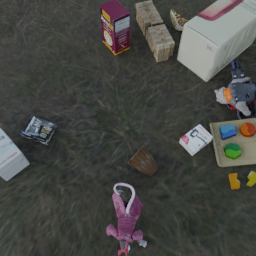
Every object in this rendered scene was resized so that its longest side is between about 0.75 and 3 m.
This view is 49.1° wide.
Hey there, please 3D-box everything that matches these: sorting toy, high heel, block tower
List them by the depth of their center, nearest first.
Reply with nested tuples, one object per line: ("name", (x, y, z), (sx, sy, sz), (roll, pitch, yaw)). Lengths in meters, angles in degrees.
("sorting toy", (3.754, 0.755, 9.142), (1.774, 0.319, 2.381), (-5, 61, 4))
("block tower", (1.093, -4.071, 11.692), (0.758, 0.812, 2.807), (-15, 63, -8))
("high heel", (2.563, -4.591, 12.043), (1.136, 0.569, 1.594), (-25, 80, -6))

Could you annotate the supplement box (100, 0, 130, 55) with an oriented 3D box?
("supplement box", (-0.485, -3.919, 11.003), (0.770, 1.797, 0.992), (-31, 65, -16))

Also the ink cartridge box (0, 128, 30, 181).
("ink cartridge box", (-3.928, 0.846, 8.839), (0.914, 0.910, 1.258), (-39, 68, -20))

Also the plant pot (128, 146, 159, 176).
("plant pot", (0.549, 1.108, 8.866), (0.806, 0.754, 0.754), (41, 68, 8))

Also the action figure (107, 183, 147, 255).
("action figure", (0.027, 2.605, 7.716), (1.176, 1.307, 1.756), (7, 47, -3))

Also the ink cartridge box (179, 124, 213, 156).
("ink cartridge box", (2.282, 0.391, 9.403), (0.894, 0.377, 0.647), (-34, 66, -17))

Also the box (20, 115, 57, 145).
("box", (-3.066, 0.073, 9.656), (0.985, 0.245, 0.777), (19, 64, 10))

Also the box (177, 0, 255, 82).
("box", (3.569, -3.576, 10.748), (2.994, 1.914, 1.631), (-39, 68, -19))

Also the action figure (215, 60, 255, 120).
("action figure", (4.250, -1.598, 9.678), (2.570, 1.390, 2.657), (-19, 64, 21))
